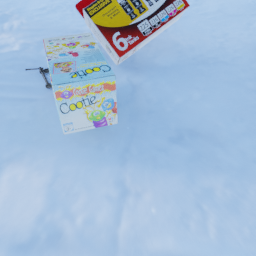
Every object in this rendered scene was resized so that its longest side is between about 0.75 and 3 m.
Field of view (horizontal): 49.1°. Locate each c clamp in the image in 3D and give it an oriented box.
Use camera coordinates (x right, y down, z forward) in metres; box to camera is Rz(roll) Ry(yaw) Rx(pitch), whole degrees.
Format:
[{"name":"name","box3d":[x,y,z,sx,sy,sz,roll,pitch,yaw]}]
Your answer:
[{"name":"c clamp","box3d":[-2.346,-1.522,8.410,1.085,0.172,1.270,-19,48,-26]}]

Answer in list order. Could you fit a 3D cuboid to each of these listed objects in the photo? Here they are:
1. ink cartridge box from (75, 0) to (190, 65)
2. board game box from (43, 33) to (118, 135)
[{"name":"ink cartridge box","box3d":[0.041,-3.660,8.424,2.631,1.103,2.310,-38,95,-5]},{"name":"board game box","box3d":[-1.179,-1.172,6.675,1.286,1.263,2.452,-12,40,-12]}]
